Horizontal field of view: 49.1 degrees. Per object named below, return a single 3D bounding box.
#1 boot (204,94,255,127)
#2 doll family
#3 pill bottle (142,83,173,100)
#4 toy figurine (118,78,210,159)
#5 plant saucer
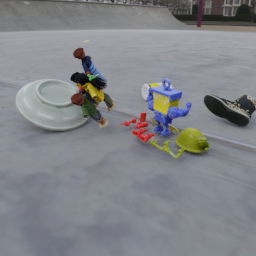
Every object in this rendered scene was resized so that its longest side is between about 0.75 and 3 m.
[{"bbox_3d":[3.340,-0.762,9.031,1.562,0.564,1.180,35,48,23],"label":"boot"},{"bbox_3d":[-1.150,-1.307,8.390,1.057,1.557,2.694,-38,40,11],"label":"doll family"},{"bbox_3d":[1.180,-1.475,11.214,1.141,0.652,0.652,-9,25,-24],"label":"pill bottle"},{"bbox_3d":[0.975,-0.496,7.564,1.419,1.611,2.690,-8,23,-32],"label":"toy figurine"},{"bbox_3d":[-2.288,-0.937,8.880,2.369,0.595,2.369,13,41,-12],"label":"plant saucer"}]
